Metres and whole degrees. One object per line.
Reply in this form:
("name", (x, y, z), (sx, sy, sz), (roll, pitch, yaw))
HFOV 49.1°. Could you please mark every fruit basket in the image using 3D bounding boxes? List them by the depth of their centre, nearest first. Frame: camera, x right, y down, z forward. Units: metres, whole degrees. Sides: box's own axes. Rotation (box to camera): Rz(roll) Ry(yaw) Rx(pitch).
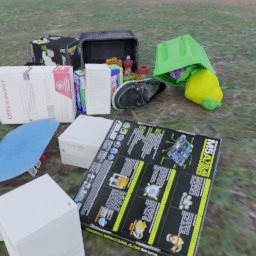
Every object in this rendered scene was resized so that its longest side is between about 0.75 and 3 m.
("fruit basket", (2.480, -1.952, 11.088), (2.157, 2.990, 2.990), (-11, 25, 29))

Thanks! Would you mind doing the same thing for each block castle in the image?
("block castle", (-0.371, -2.414, 12.496), (2.339, 1.097, 1.563), (-24, 39, -33))

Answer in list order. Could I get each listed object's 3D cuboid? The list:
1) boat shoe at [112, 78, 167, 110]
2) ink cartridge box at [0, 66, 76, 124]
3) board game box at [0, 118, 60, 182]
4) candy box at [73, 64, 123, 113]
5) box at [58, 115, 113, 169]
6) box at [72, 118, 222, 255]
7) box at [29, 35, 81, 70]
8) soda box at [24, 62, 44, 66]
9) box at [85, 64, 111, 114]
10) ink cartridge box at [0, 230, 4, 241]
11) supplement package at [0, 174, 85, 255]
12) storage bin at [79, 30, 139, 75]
("boat shoe", (0.552, -1.324, 10.852), (0.901, 1.016, 2.718), (11, 22, 40))
("ink cartridge box", (-3.175, -1.159, 9.747), (2.539, 1.849, 1.077), (-2, 26, -4))
("board game box", (-2.956, 0.707, 7.975), (1.983, 0.489, 2.510), (-10, 36, 21))
("candy box", (-1.098, -1.535, 10.709), (1.768, 1.495, 0.681), (-18, 36, -26))
("box", (-1.027, 0.411, 8.127), (1.413, 0.928, 1.420), (10, 33, 16))
("box", (0.444, 1.205, 6.280), (2.745, 0.675, 2.842), (13, 56, 18))
("box", (-3.654, -3.916, 14.613), (2.228, 1.385, 1.655), (10, 33, 16))
("soda box", (-4.461, -2.148, 12.367), (0.864, 0.774, 2.443), (4, 33, 5))
("box", (-0.966, -1.243, 8.806), (0.735, 1.382, 1.052), (-2, 21, -10))
("ink cartridge box", (-2.955, 1.985, 5.687), (0.680, 0.384, 0.928), (25, 2, 33))
("supplement package", (-1.623, 1.914, 5.196), (1.129, 1.488, 1.121), (-25, 40, -34))
("storage bin", (-0.931, -3.653, 13.743), (2.773, 1.875, 1.300), (-5, 33, -8))
